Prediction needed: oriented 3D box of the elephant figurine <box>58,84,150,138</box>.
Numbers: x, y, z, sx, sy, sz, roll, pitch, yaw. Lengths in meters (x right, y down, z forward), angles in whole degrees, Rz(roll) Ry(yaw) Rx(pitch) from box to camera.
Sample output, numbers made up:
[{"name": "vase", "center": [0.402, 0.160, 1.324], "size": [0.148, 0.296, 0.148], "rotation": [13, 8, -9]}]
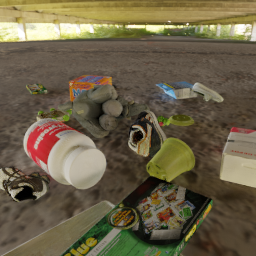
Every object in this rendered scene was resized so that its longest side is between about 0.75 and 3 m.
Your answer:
[{"name": "elephant figurine", "center": [-0.750, -0.759, 10.939], "size": [2.028, 2.223, 2.866], "rotation": [-39, -1, 20]}]

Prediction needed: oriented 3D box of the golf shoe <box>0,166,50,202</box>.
[{"name": "golf shoe", "center": [-2.776, 1.392, 6.850], "size": [1.638, 0.637, 0.774], "rotation": [3, 23, 9]}]

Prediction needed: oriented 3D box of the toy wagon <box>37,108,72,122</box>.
[{"name": "toy wagon", "center": [-2.983, -0.531, 11.845], "size": [1.605, 0.318, 1.245], "rotation": [-18, 29, -38]}]

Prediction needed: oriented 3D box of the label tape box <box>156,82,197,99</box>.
[{"name": "label tape box", "center": [2.576, -2.008, 15.007], "size": [1.853, 0.612, 1.328], "rotation": [-10, 25, -17]}]

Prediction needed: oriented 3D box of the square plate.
[{"name": "square plate", "center": [-0.561, 2.418, 4.733], "size": [2.563, 0.365, 2.539], "rotation": [-20, 30, -39]}]

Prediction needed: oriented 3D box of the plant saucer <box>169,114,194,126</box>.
[{"name": "plant saucer", "center": [2.215, -0.360, 11.630], "size": [1.055, 0.164, 1.055], "rotation": [0, 23, 0]}]

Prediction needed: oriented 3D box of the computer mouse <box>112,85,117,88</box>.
[{"name": "computer mouse", "center": [-1.024, -2.441, 16.579], "size": [0.768, 0.177, 0.539], "rotation": [-4, 22, -9]}]

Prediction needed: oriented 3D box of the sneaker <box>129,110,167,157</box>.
[{"name": "sneaker", "center": [0.483, 0.084, 9.469], "size": [1.013, 1.001, 2.551], "rotation": [1, 24, -12]}]

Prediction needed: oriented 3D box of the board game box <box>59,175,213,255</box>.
[{"name": "board game box", "center": [0.234, 1.923, 5.122], "size": [1.543, 0.345, 2.944], "rotation": [19, 33, 34]}]

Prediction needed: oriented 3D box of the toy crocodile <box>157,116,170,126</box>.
[{"name": "toy crocodile", "center": [1.082, -0.220, 10.895], "size": [1.170, 0.395, 0.361], "rotation": [-2, 49, 29]}]

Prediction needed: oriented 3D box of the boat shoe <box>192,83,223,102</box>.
[{"name": "boat shoe", "center": [3.995, -1.666, 14.198], "size": [1.638, 0.583, 0.572], "rotation": [34, -5, 17]}]

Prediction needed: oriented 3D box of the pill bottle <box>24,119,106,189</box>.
[{"name": "pill bottle", "center": [-1.704, 0.659, 7.478], "size": [1.360, 1.360, 2.423], "rotation": [-18, 27, -37]}]

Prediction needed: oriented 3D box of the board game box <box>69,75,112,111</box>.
[{"name": "board game box", "center": [-1.650, -1.524, 12.751], "size": [1.430, 1.430, 1.429], "rotation": [8, 25, 18]}]

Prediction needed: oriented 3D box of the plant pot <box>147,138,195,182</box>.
[{"name": "plant pot", "center": [1.074, 0.966, 7.534], "size": [1.080, 1.080, 0.993], "rotation": [20, 42, 39]}]

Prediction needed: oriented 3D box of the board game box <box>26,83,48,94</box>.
[{"name": "board game box", "center": [-5.283, -2.270, 16.169], "size": [0.888, 0.199, 1.695], "rotation": [-10, 25, -27]}]

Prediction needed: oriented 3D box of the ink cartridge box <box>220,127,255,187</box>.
[{"name": "ink cartridge box", "center": [3.531, 0.799, 7.950], "size": [1.461, 0.851, 2.019], "rotation": [10, 25, 23]}]
